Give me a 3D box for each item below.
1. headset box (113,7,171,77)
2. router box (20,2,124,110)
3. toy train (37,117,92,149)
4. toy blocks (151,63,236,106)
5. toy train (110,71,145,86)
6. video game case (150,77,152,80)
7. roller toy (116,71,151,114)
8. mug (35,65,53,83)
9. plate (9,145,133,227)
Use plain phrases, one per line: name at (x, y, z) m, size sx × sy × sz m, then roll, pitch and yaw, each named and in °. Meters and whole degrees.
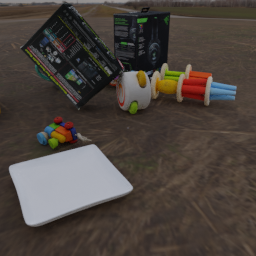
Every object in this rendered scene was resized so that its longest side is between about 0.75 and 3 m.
headset box at (0.672, -3.965, 12.917) m, size 1.379 × 2.973 × 2.589 m, roll 20°, pitch 31°, yaw 35°
router box at (-1.697, -2.214, 8.889) m, size 1.986 × 2.651 × 0.824 m, roll -37°, pitch 15°, yaw 18°
toy train at (-1.649, 0.259, 7.084) m, size 1.353 × 0.573 × 0.783 m, roll 23°, pitch 44°, yaw 38°
toy blocks at (2.499, -1.633, 10.356) m, size 2.837 × 1.030 × 2.364 m, roll 9°, pitch 28°, yaw 19°
toy train at (-0.425, -2.173, 12.021) m, size 2.314 × 0.644 × 1.738 m, roll 19°, pitch 23°, yaw 36°
video game case at (1.522, -2.268, 12.729) m, size 0.728 × 0.095 × 0.800 m, roll 18°, pitch 31°, yaw 32°
roller toy at (0.209, -1.240, 9.241) m, size 0.952 × 1.363 × 1.243 m, roll -7°, pitch 20°, yaw -17°
mug at (-2.581, -2.341, 11.588) m, size 1.974 × 1.221 × 1.622 m, roll 7°, pitch 27°, yaw 16°
plate at (-1.190, 1.078, 5.595) m, size 1.962 × 0.318 × 1.966 m, roll -13°, pitch 29°, yaw -27°
